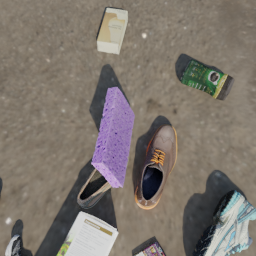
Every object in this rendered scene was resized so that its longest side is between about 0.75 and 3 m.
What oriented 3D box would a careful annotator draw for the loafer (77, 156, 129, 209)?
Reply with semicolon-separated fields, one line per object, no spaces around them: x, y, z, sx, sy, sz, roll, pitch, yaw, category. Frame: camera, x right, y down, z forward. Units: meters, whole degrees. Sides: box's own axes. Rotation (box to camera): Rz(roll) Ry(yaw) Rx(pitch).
-0.677;1.366;8.162;0.789;0.690;2.195;33;71;13;loafer

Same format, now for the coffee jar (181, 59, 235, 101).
2.663;-1.592;9.388;1.636;0.698;0.853;27;71;11;coffee jar

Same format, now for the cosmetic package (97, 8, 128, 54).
-0.555;-3.566;10.286;0.840;0.567;1.597;9;68;4;cosmetic package

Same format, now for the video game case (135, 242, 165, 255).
0.667;3.655;7.499;0.789;0.156;0.870;-29;70;-11;video game case

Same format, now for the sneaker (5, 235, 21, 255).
-2.873;3.508;7.414;0.701;0.465;1.232;9;73;3;sneaker

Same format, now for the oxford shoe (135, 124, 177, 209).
0.929;1.009;8.157;0.952;0.973;2.669;15;68;6;oxford shoe

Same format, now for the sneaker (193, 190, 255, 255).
2.630;2.955;7.358;1.117;1.005;2.589;34;72;10;sneaker

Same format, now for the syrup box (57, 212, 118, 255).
-1.305;3.609;7.014;1.114;1.077;2.735;23;69;9;syrup box

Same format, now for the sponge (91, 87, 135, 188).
-0.334;0.232;7.653;0.363;1.358;2.435;-6;54;22;sponge
